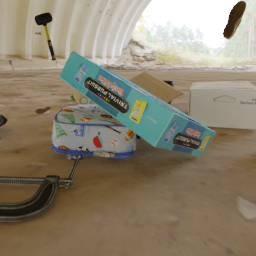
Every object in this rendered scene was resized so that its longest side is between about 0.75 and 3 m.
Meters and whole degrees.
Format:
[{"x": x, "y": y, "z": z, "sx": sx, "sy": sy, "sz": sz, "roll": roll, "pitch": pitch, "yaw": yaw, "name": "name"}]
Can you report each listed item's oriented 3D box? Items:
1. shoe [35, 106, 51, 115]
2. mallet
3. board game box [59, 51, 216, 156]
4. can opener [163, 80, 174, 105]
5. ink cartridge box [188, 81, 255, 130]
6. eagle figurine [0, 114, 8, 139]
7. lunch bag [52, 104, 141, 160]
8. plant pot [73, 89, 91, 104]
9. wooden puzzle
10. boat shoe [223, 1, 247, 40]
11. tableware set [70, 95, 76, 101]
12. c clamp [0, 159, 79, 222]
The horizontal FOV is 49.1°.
[{"x": -3.210, "y": -0.609, "z": 10.594, "sx": 0.275, "sy": 0.210, "sz": 0.787, "roll": 38, "pitch": 31, "yaw": 13, "name": "shoe"}, {"x": -2.649, "y": -3.108, "z": 9.548, "sx": 0.532, "sy": 1.617, "sz": 0.333, "roll": -39, "pitch": 49, "yaw": -25, "name": "mallet"}, {"x": 0.201, "y": -0.479, "z": 5.912, "sx": 2.797, "sy": 0.656, "sz": 2.111, "roll": 37, "pitch": 12, "yaw": 34, "name": "board game box"}, {"x": 0.554, "y": -1.056, "z": 11.057, "sx": 2.869, "sy": 1.128, "sz": 0.909, "roll": -19, "pitch": 9, "yaw": -18, "name": "can opener"}, {"x": 3.170, "y": -0.896, "z": 9.531, "sx": 2.067, "sy": 1.245, "sz": 2.845, "roll": 3, "pitch": 13, "yaw": 14, "name": "ink cartridge box"}, {"x": -3.969, "y": -0.205, "z": 7.690, "sx": 1.011, "sy": 1.016, "sz": 1.339, "roll": -23, "pitch": 24, "yaw": -8, "name": "eagle figurine"}, {"x": -0.675, "y": 0.027, "z": 6.615, "sx": 1.944, "sy": 0.917, "sz": 2.426, "roll": 5, "pitch": 15, "yaw": -4, "name": "lunch bag"}, {"x": -1.993, "y": -1.369, "z": 12.473, "sx": 0.868, "sy": 0.868, "sz": 0.927, "roll": -3, "pitch": 27, "yaw": -11, "name": "plant pot"}, {"x": 0.465, "y": -1.137, "z": 10.143, "sx": 2.328, "sy": 0.434, "sz": 2.154, "roll": -29, "pitch": 44, "yaw": -21, "name": "wooden puzzle"}, {"x": 2.226, "y": -2.238, "z": 5.848, "sx": 0.283, "sy": 0.785, "sz": 0.255, "roll": 27, "pitch": 15, "yaw": 26, "name": "boat shoe"}, {"x": -1.576, "y": -1.636, "z": 14.207, "sx": 2.494, "sy": 0.383, "sz": 1.680, "roll": 3, "pitch": 15, "yaw": 11, "name": "tableware set"}, {"x": -1.842, "y": 0.955, "z": 4.375, "sx": 2.004, "sy": 0.271, "sz": 1.712, "roll": 0, "pitch": 19, "yaw": -5, "name": "c clamp"}]
